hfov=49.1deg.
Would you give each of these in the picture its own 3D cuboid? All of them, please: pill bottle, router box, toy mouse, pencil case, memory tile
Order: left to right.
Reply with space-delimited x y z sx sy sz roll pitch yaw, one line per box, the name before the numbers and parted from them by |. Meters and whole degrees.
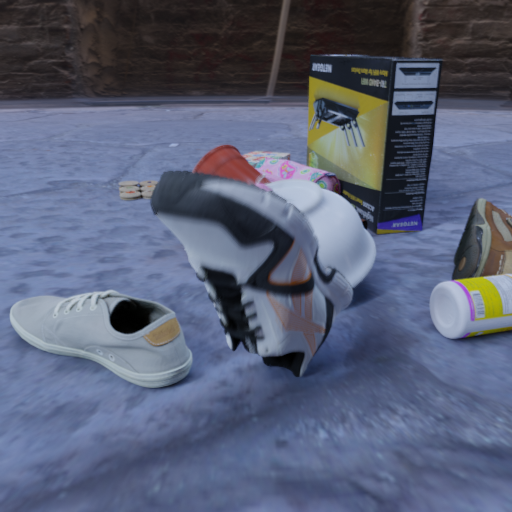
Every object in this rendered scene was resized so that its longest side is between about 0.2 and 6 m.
memory tile | -2.569 -1.813 15.080 2.206 0.185 1.691 -5 20 -12
toy mouse | -0.129 -0.577 8.120 1.480 0.322 1.666 23 67 40
pencil case | 0.920 -1.721 13.543 1.084 1.084 2.480 -13 25 -32
router box | 2.443 -2.811 13.009 1.155 3.477 4.422 -5 21 -14
pill bottle | 3.144 0.651 7.512 1.456 0.759 0.759 -5 21 -16

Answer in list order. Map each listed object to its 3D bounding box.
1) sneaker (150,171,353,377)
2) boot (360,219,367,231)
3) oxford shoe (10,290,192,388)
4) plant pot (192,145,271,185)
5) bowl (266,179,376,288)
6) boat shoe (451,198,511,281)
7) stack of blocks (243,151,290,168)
sneaker | 0.032 0.316 5.641 1.199 1.301 3.252 15 -18 38
boot | 0.928 -0.643 11.165 2.049 0.658 1.910 17 13 31
oxford shoe | -2.001 0.800 7.011 2.912 0.841 1.095 11 26 33
plant pot | -0.315 -1.141 10.617 1.404 1.443 1.443 37 37 27
bowl | 0.486 -0.401 8.760 2.638 1.186 2.638 -11 31 7
boat shoe | 3.967 -0.096 9.255 1.136 1.164 3.077 19 26 16
stack of blocks | 0.069 -2.630 16.675 1.204 0.612 2.091 10 22 25
